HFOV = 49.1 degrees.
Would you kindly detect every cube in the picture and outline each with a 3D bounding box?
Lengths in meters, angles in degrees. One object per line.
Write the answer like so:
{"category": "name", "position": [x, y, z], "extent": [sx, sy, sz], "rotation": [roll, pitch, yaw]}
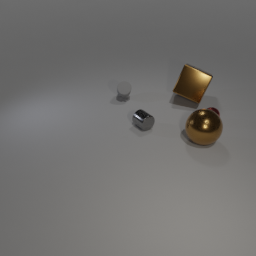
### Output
{"category": "cube", "position": [3.135, -2.189, 13.566], "extent": [1.400, 1.400, 1.400], "rotation": [26, 20, 7]}

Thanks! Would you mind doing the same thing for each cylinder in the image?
{"category": "cylinder", "position": [-0.196, -1.935, 13.976], "extent": [0.700, 0.700, 0.700], "rotation": [-2, -4, -3]}
{"category": "cylinder", "position": [0.653, -0.341, 11.855], "extent": [0.700, 0.700, 0.700], "rotation": [-20, 38, -29]}

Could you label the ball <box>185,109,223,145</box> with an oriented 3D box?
{"category": "ball", "position": [2.904, -0.036, 10.745], "extent": [1.400, 1.400, 1.400], "rotation": [0, 32, 0]}

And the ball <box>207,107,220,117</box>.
{"category": "ball", "position": [3.648, -0.557, 12.213], "extent": [0.700, 0.700, 0.700], "rotation": [0, 32, 0]}
